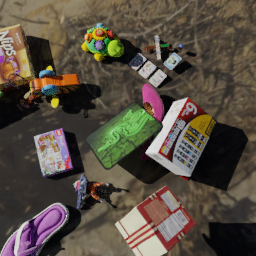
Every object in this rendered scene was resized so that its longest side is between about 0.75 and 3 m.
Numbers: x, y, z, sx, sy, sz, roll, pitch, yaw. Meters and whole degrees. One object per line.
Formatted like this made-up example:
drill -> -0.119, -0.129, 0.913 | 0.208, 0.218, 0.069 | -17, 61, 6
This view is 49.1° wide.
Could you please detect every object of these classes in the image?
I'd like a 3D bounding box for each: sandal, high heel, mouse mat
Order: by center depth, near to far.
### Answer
sandal -> -3.264, 3.663, 9.435 | 1.173, 0.708, 2.882 | 39, 75, 12
mouse mat -> -0.228, 0.194, 10.333 | 2.561, 0.096, 2.061 | -37, 45, -7
high heel -> 0.704, -0.264, 10.657 | 1.379, 0.968, 2.875 | -15, 84, -15

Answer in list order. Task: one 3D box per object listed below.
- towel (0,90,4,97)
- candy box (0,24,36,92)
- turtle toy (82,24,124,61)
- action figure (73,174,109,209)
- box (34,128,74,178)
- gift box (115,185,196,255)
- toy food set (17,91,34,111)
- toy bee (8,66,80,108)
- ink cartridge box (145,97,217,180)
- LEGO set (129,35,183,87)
towel -> -6.119, -0.994, 10.920 | 1.767, 0.363, 2.368 | 43, 92, 10
candy box -> -4.868, -2.918, 11.650 | 1.513, 0.732, 2.593 | -16, 74, -5
turtle toy -> -0.986, -3.593, 11.741 | 1.954, 0.988, 1.424 | 39, 76, 12
action figure -> -1.401, 2.300, 10.080 | 1.257, 0.680, 1.299 | 19, 100, 13
box -> -2.803, 0.930, 10.567 | 1.108, 0.317, 1.619 | -17, 72, -5
gift box -> 0.800, 2.670, 7.671 | 1.629, 1.521, 1.503 | -17, 64, -40
toy food set -> -4.073, -1.066, 11.290 | 0.787, 0.124, 0.500 | -44, 75, 0
toy bee -> -3.297, -1.708, 11.094 | 2.571, 1.398, 1.683 | 16, 64, -21
ink cartridge box -> 2.108, 0.458, 10.004 | 2.023, 0.966, 2.304 | 35, 73, -16
LEGO set -> 1.320, -2.953, 11.931 | 1.605, 0.527, 2.149 | 41, 87, 11
